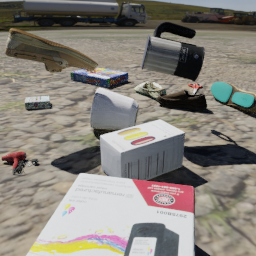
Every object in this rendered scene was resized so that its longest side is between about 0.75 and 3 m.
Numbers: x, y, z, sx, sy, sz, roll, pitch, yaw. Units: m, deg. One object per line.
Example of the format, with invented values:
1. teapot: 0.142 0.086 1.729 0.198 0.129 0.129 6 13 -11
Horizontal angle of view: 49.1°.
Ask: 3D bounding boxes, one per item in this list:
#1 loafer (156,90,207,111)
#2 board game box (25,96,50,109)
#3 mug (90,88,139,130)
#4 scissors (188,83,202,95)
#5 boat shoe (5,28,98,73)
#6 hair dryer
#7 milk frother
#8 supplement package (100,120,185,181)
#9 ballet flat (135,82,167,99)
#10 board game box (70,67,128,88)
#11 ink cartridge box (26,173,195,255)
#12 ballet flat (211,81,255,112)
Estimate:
1. loafer: 2.284 -1.282 11.853 2.155 0.769 0.787 8 25 17
2. board game box: -3.873 -1.098 12.011 0.993 0.319 0.733 -5 24 -14
3. mug: -0.387 -0.643 9.801 1.463 1.427 1.782 11 31 5
4. scissors: 3.507 -2.003 14.235 0.712 0.136 1.947 3 23 3
5. boat shoe: -2.296 -2.176 8.670 2.748 0.887 0.979 16 15 -22
6. hair dryer: -3.044 0.894 7.624 1.004 0.273 0.765 12 28 26
7. milk frother: 1.347 -2.234 9.062 1.735 1.844 1.665 13 65 -3
8. supplement package: 0.378 0.618 7.258 1.930 1.057 1.098 -15 28 -30
9. ballet flat: 1.095 -1.873 13.283 0.741 0.685 2.198 -16 29 -32
10. board game box: -1.631 -2.936 15.893 2.767 0.477 1.873 18 30 34
11. ink cartridge box: -0.167 2.031 3.900 2.155 1.225 2.958 5 25 11
12. ballet flat: 4.654 -1.291 12.042 0.887 0.958 2.716 17 17 -29
